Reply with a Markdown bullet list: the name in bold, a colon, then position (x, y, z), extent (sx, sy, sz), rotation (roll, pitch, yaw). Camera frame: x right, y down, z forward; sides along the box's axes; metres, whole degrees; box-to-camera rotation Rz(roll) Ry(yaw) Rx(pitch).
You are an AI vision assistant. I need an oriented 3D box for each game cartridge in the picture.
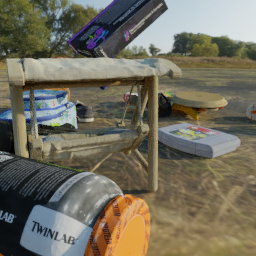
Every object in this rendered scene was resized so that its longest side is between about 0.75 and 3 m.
- **game cartridge**: position (1.958, 0.317, 8.428), extent (1.497, 0.460, 2.250), rotation (-16, 22, -34)

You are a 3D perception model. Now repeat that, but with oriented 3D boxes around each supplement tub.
- **supplement tub**: position (-1.027, 1.148, 3.389), extent (2.370, 1.452, 1.452), rotation (8, 17, 26)

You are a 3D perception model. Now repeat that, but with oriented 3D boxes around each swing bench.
- **swing bench**: position (-0.740, -0.099, 5.193), extent (2.615, 2.629, 1.706), rotation (-5, 29, -23)

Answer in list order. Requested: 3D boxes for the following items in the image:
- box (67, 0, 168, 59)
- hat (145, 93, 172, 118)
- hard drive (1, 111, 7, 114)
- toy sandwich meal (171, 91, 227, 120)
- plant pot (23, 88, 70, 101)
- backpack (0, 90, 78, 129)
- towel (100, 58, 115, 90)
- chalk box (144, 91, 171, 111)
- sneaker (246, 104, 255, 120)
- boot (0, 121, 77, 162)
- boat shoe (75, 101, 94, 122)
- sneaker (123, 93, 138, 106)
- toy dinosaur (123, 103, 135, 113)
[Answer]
- **box**: position (-0.475, -2.828, 7.868), extent (2.145, 0.542, 3.000), rotation (-43, 30, -4)
- **hat**: position (1.374, -1.129, 12.035), extent (1.386, 0.559, 1.386), rotation (9, 54, -12)
- **hard drive**: position (-5.054, -0.660, 12.472), extent (0.960, 0.122, 0.633), rotation (-1, 15, -5)
- **toy sandwich meal**: position (3.036, -0.995, 12.441), extent (2.671, 0.915, 2.671), rotation (1, 19, 0)
- **plant pot**: position (-3.702, -1.636, 12.754), extent (2.200, 2.200, 1.540), rotation (-14, 38, -42)
- **backpack**: position (-2.756, -0.320, 8.494), extent (1.986, 1.595, 2.171), rotation (-1, 19, 11)
- **towel**: position (-0.672, -1.885, 8.468), extent (0.331, 0.986, 1.336), rotation (-8, 33, 22)
- **chalk box**: position (1.220, -1.245, 13.159), extent (1.429, 0.885, 0.889), rotation (-11, 18, -36)
- **sneaker**: position (6.006, -0.705, 11.356), extent (2.191, 0.857, 0.846), rotation (6, 12, 25)
- **boot**: position (-2.628, 0.429, 6.787), extent (2.583, 0.972, 1.931), rotation (-9, -7, 43)
- **boat shoe**: position (-1.968, -0.817, 11.938), extent (0.815, 0.703, 2.243), rotation (-6, 17, -22)
- **sneaker**: position (0.110, -1.536, 14.802), extent (0.965, 0.601, 1.800), rotation (6, 13, 24)
- **toy dinosaur**: position (0.071, -0.937, 13.056), extent (1.239, 0.361, 0.627), rotation (-14, 22, -42)
